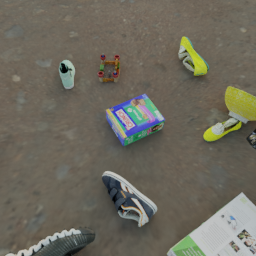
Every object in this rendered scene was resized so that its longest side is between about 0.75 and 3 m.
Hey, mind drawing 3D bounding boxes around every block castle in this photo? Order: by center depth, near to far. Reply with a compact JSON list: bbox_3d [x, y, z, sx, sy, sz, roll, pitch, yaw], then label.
[{"bbox_3d":[-0.737,-2.413,11.106,0.821,0.576,1.228,2,54,1],"label":"block castle"}]

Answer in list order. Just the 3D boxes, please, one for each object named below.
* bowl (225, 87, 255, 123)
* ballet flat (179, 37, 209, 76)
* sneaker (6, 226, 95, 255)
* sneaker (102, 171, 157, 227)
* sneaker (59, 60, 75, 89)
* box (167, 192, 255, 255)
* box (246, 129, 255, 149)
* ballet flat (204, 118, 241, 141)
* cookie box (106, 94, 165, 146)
[{"bbox_3d":[3.942,-0.678,9.554,1.613,1.613,0.868,31,102,20],"label":"bowl"},{"bbox_3d":[2.497,-2.934,11.454,0.722,0.720,2.154,-24,58,0],"label":"ballet flat"},{"bbox_3d":[-1.999,3.362,6.772,2.739,0.910,1.239,-20,59,-9],"label":"sneaker"},{"bbox_3d":[-0.127,1.967,7.839,1.856,0.728,0.737,33,55,20],"label":"sneaker"},{"bbox_3d":[-2.382,-2.349,10.864,0.557,0.892,1.513,-11,54,-6],"label":"sneaker"},{"bbox_3d":[2.647,3.111,6.944,2.786,0.506,2.010,-25,57,-28],"label":"box"},{"bbox_3d":[3.875,0.225,7.367,0.896,1.095,0.471,33,21,-11],"label":"box"},{"bbox_3d":[3.205,-0.023,9.427,1.476,0.495,0.493,-21,57,-14],"label":"ballet flat"},{"bbox_3d":[0.234,-0.296,9.557,1.569,0.590,1.342,-24,59,-16],"label":"cookie box"}]
